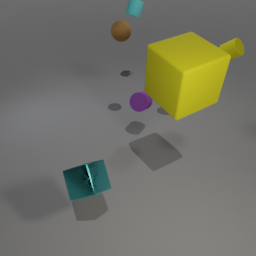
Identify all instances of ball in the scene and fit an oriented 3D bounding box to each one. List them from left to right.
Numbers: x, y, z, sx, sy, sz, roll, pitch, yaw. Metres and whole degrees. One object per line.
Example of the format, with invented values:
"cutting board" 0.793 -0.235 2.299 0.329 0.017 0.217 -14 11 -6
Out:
"ball" -0.235 -3.311 9.575 0.700 0.700 0.700 0 32 0

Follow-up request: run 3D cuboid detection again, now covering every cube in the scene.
"cube" -0.915 1.169 6.310 0.700 0.700 0.700 -20 -8 27
"cube" 1.381 -1.311 6.921 1.400 1.400 1.400 -23 49 -22

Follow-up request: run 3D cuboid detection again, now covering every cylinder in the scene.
"cylinder" 0.312 -5.672 13.226 0.700 0.700 0.700 15 20 -6
"cylinder" 0.484 -0.982 10.258 0.700 0.700 0.700 11 14 16
"cylinder" 4.081 -3.078 11.041 0.700 0.700 0.700 -30 9 -39
